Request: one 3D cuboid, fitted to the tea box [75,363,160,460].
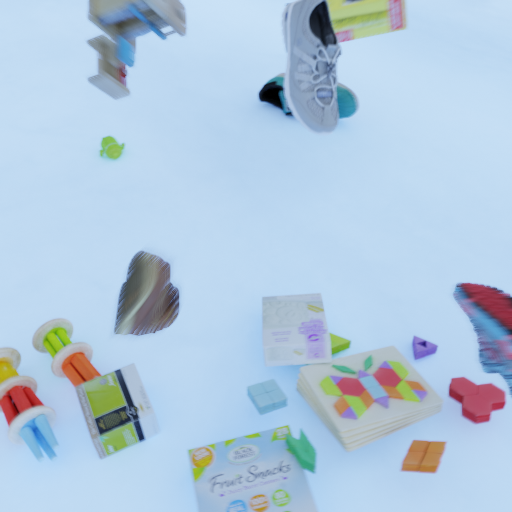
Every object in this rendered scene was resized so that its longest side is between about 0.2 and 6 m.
[{"bbox_3d":[-2.014,2.238,8.129,0.927,0.630,0.943,-19,48,-18],"label":"tea box"}]

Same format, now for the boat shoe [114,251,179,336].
[{"bbox_3d":[-1.155,0.460,6.232,0.643,1.905,0.686,10,67,-16],"label":"boat shoe"}]

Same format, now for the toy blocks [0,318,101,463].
[{"bbox_3d":[-3.037,1.988,8.337,1.619,0.706,1.943,-30,52,-26],"label":"toy blocks"}]

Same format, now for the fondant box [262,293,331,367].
[{"bbox_3d":[0.623,1.163,9.073,1.036,0.418,1.437,-4,29,2],"label":"fondant box"}]

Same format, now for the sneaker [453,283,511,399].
[{"bbox_3d":[3.033,1.090,7.193,0.749,0.902,1.889,3,33,-18],"label":"sneaker"}]

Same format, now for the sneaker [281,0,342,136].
[{"bbox_3d":[1.152,-3.712,10.905,1.014,2.715,1.113,-17,7,-29],"label":"sneaker"}]

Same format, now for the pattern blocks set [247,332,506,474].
[{"bbox_3d":[1.675,1.985,8.190,3.265,0.265,2.870,-19,36,-31],"label":"pattern blocks set"}]

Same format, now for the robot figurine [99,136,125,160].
[{"bbox_3d":[-3.400,-2.538,13.155,0.630,0.415,0.718,-22,49,-21],"label":"robot figurine"}]

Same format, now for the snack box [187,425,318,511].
[{"bbox_3d":[-0.018,3.202,7.185,1.461,0.586,1.732,-11,44,-11],"label":"snack box"}]

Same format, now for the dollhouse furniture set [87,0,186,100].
[{"bbox_3d":[-2.061,-3.755,9.871,1.257,1.250,1.783,-9,77,23],"label":"dollhouse furniture set"}]

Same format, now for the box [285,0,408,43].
[{"bbox_3d":[1.918,-5.108,11.950,2.486,0.936,0.623,-6,61,14],"label":"box"}]

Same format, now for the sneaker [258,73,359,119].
[{"bbox_3d":[1.252,-3.909,14.233,2.700,0.964,1.079,23,50,32],"label":"sneaker"}]
